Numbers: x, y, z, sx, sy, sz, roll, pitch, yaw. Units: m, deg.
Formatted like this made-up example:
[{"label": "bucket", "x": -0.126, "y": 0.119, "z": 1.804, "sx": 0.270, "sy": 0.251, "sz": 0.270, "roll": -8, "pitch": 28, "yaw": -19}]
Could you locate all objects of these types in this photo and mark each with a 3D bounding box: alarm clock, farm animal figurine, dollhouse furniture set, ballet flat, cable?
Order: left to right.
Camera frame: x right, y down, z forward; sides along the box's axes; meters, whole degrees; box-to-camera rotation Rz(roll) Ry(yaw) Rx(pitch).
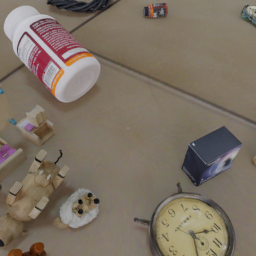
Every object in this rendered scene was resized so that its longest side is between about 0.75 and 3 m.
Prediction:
[{"label": "dollhouse furniture set", "x": -3.158, "y": -0.305, "z": 6.007, "sx": 1.630, "sy": 2.499, "sz": 2.359, "roll": 30, "pitch": 56, "yaw": 22}, {"label": "farm animal figurine", "x": -2.187, "y": 1.407, "z": 5.283, "sx": 2.592, "sy": 1.352, "sz": 2.564, "roll": 47, "pitch": 49, "yaw": 6}, {"label": "cable", "x": -1.972, "y": -5.296, "z": 11.405, "sx": 2.709, "sy": 0.688, "sz": 2.210, "roll": -27, "pitch": 61, "yaw": -23}, {"label": "alarm clock", "x": 1.286, "y": 2.160, "z": 5.112, "sx": 1.510, "sy": 0.745, "sz": 2.238, "roll": -32, "pitch": 55, "yaw": -24}, {"label": "ballet flat", "x": 4.910, "y": -4.101, "z": 10.386, "sx": 0.618, "sy": 0.618, "sz": 1.666, "roll": -32, "pitch": 58, "yaw": -24}]

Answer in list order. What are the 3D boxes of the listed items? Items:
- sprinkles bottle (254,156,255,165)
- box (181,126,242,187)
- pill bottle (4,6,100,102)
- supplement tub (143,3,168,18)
[{"label": "sprinkles bottle", "x": 3.551, "y": 0.459, "z": 6.692, "sx": 1.356, "sy": 0.463, "sz": 0.463, "roll": -37, "pitch": 60, "yaw": -26}, {"label": "box", "x": 1.818, "y": 0.639, "z": 6.189, "sx": 1.014, "sy": 1.006, "sz": 0.625, "roll": -25, "pitch": 55, "yaw": -18}, {"label": "pill bottle", "x": -2.131, "y": -2.089, "z": 7.727, "sx": 1.493, "sy": 1.493, "sz": 2.644, "roll": -38, "pitch": 77, "yaw": -27}, {"label": "supplement tub", "x": 1.048, "y": -4.531, "z": 10.787, "sx": 0.917, "sy": 0.490, "sz": 0.490, "roll": -7, "pitch": 51, "yaw": -6}]
